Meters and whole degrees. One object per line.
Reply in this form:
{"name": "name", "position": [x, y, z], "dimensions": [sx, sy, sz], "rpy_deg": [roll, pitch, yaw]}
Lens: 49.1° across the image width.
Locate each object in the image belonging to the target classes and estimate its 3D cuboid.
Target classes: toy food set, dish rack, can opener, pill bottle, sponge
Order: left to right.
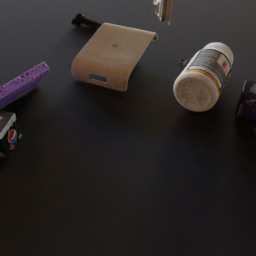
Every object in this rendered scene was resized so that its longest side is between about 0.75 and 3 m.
{"name": "sponge", "position": [-3.523, -1.149, 8.531], "dimensions": [2.301, 1.284, 0.343], "rpy_deg": [-43, 102, -35]}
{"name": "can opener", "position": [-1.801, -4.770, 12.732], "dimensions": [1.643, 0.646, 0.521], "rpy_deg": [22, 10, 17]}
{"name": "toy food set", "position": [-0.413, -2.670, 10.314], "dimensions": [2.144, 0.903, 2.988], "rpy_deg": [18, 58, 17]}
{"name": "dish rack", "position": [0.877, -3.542, 6.626], "dimensions": [0.404, 1.856, 1.593], "rpy_deg": [2, 37, 0]}
{"name": "pill bottle", "position": [2.484, -1.692, 8.900], "dimensions": [1.369, 1.369, 2.353], "rpy_deg": [22, 50, 21]}

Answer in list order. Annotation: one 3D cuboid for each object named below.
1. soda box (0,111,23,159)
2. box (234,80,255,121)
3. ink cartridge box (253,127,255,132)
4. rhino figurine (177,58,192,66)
{"name": "soda box", "position": [-4.396, 0.038, 7.518], "dimensions": [2.776, 0.879, 0.982], "rpy_deg": [7, 45, 6]}
{"name": "box", "position": [3.926, -0.728, 8.244], "dimensions": [1.275, 0.944, 0.665], "rpy_deg": [17, 46, 18]}
{"name": "ink cartridge box", "position": [4.152, 0.261, 7.766], "dimensions": [1.000, 0.238, 1.012], "rpy_deg": [-1, 46, -1]}
{"name": "rhino figurine", "position": [2.433, -2.384, 10.314], "dimensions": [1.254, 0.375, 0.548], "rpy_deg": [-4, 32, -1]}
